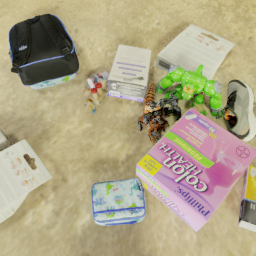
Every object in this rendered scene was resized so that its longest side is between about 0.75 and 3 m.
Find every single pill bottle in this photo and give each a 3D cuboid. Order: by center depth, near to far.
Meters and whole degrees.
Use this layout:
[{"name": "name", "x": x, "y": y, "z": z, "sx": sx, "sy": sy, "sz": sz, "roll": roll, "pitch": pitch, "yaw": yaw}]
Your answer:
[{"name": "pill bottle", "x": -1.221, "y": -2.029, "z": 11.814, "sx": 0.859, "sy": 0.513, "sz": 0.513, "roll": -33, "pitch": 64, "yaw": -19}]

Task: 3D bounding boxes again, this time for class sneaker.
[{"name": "sneaker", "x": 4.127, "y": -0.802, "z": 10.630, "sx": 1.069, "sy": 0.996, "sz": 2.695, "roll": 12, "pitch": 57, "yaw": -14}]

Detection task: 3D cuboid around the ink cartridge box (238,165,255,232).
[{"name": "ink cartridge box", "x": 4.749, "y": 2.449, "z": 8.933, "sx": 2.146, "sy": 0.504, "sz": 2.121, "roll": 15, "pitch": 52, "yaw": 13}]

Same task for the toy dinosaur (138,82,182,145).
[{"name": "toy dinosaur", "x": 1.124, "y": -0.641, "z": 10.594, "sx": 1.681, "sy": 1.265, "sz": 2.477, "roll": -13, "pitch": 85, "yaw": 15}]

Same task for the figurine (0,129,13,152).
[{"name": "figurine", "x": -4.790, "y": 1.281, "z": 9.620, "sx": 1.981, "sy": 0.874, "sz": 2.030, "roll": -35, "pitch": 63, "yaw": -15}]

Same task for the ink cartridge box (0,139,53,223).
[{"name": "ink cartridge box", "x": -3.837, "y": 1.700, "z": 8.759, "sx": 2.452, "sy": 0.580, "sz": 1.963, "roll": -33, "pitch": 59, "yaw": -22}]

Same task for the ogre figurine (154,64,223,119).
[{"name": "ogre figurine", "x": 2.401, "y": -1.479, "z": 10.769, "sx": 1.401, "sy": 1.711, "sz": 2.855, "roll": -36, "pitch": 64, "yaw": -21}]

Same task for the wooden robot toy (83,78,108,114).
[{"name": "wooden robot toy", "x": -1.374, "y": -1.493, "z": 11.323, "sx": 0.960, "sy": 0.932, "sz": 2.115, "roll": 20, "pitch": 57, "yaw": 27}]

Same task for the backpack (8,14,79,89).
[{"name": "backpack", "x": -3.520, "y": -3.115, "z": 11.559, "sx": 2.569, "sy": 2.063, "sz": 2.807, "roll": -19, "pitch": 61, "yaw": -11}]

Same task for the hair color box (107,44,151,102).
[{"name": "hair color box", "x": 0.105, "y": -2.298, "z": 11.406, "sx": 1.466, "sy": 0.869, "sz": 2.683, "roll": 10, "pitch": 43, "yaw": 1}]

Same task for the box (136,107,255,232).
[{"name": "box", "x": 2.168, "y": 1.260, "z": 9.208, "sx": 2.599, "sy": 1.428, "sz": 2.954, "roll": 38, "pitch": 66, "yaw": 20}]

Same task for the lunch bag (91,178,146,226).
[{"name": "lunch bag", "x": -0.292, "y": 2.381, "z": 8.947, "sx": 1.720, "sy": 0.709, "sz": 1.382, "roll": -4, "pitch": 59, "yaw": -2}]

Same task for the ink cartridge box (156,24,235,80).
[{"name": "ink cartridge box", "x": 3.035, "y": -3.282, "z": 12.555, "sx": 2.377, "sy": 0.702, "sz": 2.970, "roll": 33, "pitch": 60, "yaw": 19}]
